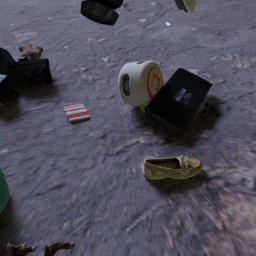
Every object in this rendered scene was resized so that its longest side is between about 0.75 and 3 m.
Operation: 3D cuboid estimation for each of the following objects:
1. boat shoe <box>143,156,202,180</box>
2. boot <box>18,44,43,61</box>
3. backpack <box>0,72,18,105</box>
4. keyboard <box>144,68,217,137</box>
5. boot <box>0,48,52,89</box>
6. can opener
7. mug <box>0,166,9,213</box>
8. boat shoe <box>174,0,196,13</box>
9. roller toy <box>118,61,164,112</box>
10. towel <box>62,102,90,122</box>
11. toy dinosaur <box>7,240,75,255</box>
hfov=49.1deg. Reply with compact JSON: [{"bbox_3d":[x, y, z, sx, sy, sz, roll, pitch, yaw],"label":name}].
[{"bbox_3d":[1.024,0.845,6.332,1.382,0.435,0.504,-3,38,-4],"label":"boat shoe"},{"bbox_3d":[-4.126,-2.963,11.335,1.358,0.477,0.993,6,47,23],"label":"boot"},{"bbox_3d":[-3.964,-1.165,8.674,0.689,0.894,0.851,0,42,10],"label":"backpack"},{"bbox_3d":[1.756,-0.761,8.340,1.711,0.366,2.850,30,47,10],"label":"keyboard"},{"bbox_3d":[-3.736,-2.212,10.009,1.843,0.832,2.249,-11,46,-10],"label":"boot"},{"bbox_3d":[-1.190,-3.218,6.361,2.313,0.733,0.909,23,76,-12],"label":"can opener"},{"bbox_3d":[-3.251,1.052,5.389,1.689,1.044,1.388,17,45,10],"label":"mug"},{"bbox_3d":[1.449,-3.829,7.816,0.484,1.619,0.579,20,83,32],"label":"boat shoe"},{"bbox_3d":[0.369,-1.320,8.335,1.007,1.314,1.441,3,56,33],"label":"roller toy"},{"bbox_3d":[-1.552,-0.488,8.364,0.627,0.099,0.871,-14,41,-20],"label":"towel"},{"bbox_3d":[-1.072,2.759,3.780,1.313,2.500,2.268,18,50,-38],"label":"toy dinosaur"}]
